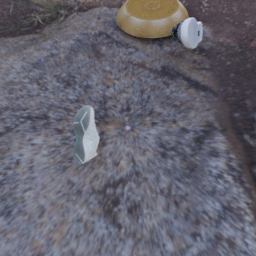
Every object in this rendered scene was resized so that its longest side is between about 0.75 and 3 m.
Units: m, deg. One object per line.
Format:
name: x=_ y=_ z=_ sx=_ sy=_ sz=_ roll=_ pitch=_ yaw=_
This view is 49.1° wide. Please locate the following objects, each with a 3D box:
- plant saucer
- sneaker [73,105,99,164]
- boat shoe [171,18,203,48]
plant saucer: x=0.845 y=-4.099 z=9.794 sx=2.562 sy=0.454 sz=2.562 roll=-2 pitch=53 yaw=2
sneaker: x=-0.900 y=0.123 z=6.227 sx=0.464 sy=1.319 sz=0.529 roll=20 pitch=21 yaw=33
boat shoe: x=1.633 y=-2.758 z=8.078 sx=0.755 sy=0.797 sz=2.280 roll=4 pitch=24 yaw=22
